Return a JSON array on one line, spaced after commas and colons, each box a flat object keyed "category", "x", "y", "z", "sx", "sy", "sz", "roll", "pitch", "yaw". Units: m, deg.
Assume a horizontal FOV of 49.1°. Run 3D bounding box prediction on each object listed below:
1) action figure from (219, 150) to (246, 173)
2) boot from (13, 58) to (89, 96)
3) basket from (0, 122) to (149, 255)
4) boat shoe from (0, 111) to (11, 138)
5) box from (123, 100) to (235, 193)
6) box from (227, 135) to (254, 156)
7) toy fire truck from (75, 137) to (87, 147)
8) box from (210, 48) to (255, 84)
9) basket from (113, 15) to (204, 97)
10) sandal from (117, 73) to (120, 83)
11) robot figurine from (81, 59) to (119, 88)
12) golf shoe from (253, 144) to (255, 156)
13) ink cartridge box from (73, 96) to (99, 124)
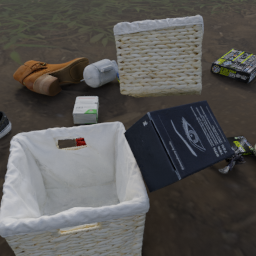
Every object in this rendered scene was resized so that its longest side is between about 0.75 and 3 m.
[{"category": "action figure", "x": 2.603, "y": 0.820, "z": 7.879, "sx": 1.493, "sy": 0.762, "sz": 0.887, "roll": 32, "pitch": -1, "yaw": -20}, {"category": "boot", "x": -3.239, "y": -2.500, "z": 11.988, "sx": 2.204, "sy": 1.050, "sz": 2.849, "roll": 22, "pitch": 43, "yaw": 26}, {"category": "basket", "x": -1.072, "y": 1.432, "z": 5.987, "sx": 2.524, "sy": 2.048, "sz": 2.547, "roll": -7, "pitch": 39, "yaw": -9}, {"category": "boat shoe", "x": -4.553, "y": 0.249, "z": 8.601, "sx": 0.810, "sy": 0.767, "sz": 2.317, "roll": 18, "pitch": 41, "yaw": 22}, {"category": "box", "x": 0.978, "y": 0.296, "z": 5.309, "sx": 1.700, "sy": 0.887, "sz": 1.258, "roll": -12, "pitch": 72, "yaw": -37}, {"category": "box", "x": 3.404, "y": 0.562, "z": 8.680, "sx": 0.748, "sy": 0.184, "sz": 0.775, "roll": -4, "pitch": 37, "yaw": -10}, {"category": "toy fire truck", "x": -1.019, "y": 0.580, "z": 8.394, "sx": 0.926, "sy": 0.676, "sz": 1.051, "roll": -14, "pitch": 29, "yaw": -19}, {"category": "box", "x": 5.191, "y": -2.942, "z": 13.032, "sx": 1.811, "sy": 0.500, "sz": 2.261, "roll": 26, "pitch": 44, "yaw": 30}, {"category": "basket", "x": 0.908, "y": -1.763, "z": 7.540, "sx": 2.181, "sy": 1.754, "sz": 2.161, "roll": 0, "pitch": 4, "yaw": 14}, {"category": "sandal", "x": 0.062, "y": -2.106, "z": 11.783, "sx": 0.640, "sy": 0.701, "sz": 1.609, "roll": -24, "pitch": 42, "yaw": -25}, {"category": "robot figurine", "x": -1.172, "y": -2.295, "z": 11.785, "sx": 1.694, "sy": 0.957, "sz": 1.437, "roll": -31, "pitch": 6, "yaw": -34}, {"category": "golf shoe", "x": 4.608, "y": 0.237, "z": 8.297, "sx": 2.432, "sy": 1.071, "sz": 0.939, "roll": -26, "pitch": 49, "yaw": -32}, {"category": "ink cartridge box", "x": -1.484, "y": -0.657, "z": 10.042, "sx": 0.814, "sy": 0.469, "sz": 1.116, "roll": -1, "pitch": 37, "yaw": -1}]
